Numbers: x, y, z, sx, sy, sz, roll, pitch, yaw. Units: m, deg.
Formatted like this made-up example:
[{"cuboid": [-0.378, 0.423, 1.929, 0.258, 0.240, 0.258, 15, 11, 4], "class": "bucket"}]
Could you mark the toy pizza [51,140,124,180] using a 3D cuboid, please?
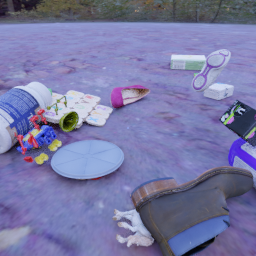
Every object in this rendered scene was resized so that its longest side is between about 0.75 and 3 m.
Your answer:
[{"cuboid": [-0.979, 0.796, 6.896, 1.765, 0.280, 1.765, -1, 24, 0], "class": "toy pizza"}]

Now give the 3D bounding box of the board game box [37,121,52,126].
[{"cuboid": [-3.591, -0.612, 9.812, 2.400, 0.338, 1.623, 3, 25, 6], "class": "board game box"}]

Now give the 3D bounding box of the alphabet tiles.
[{"cuboid": [-1.862, -0.720, 9.659, 2.504, 0.187, 2.561, 15, 27, 5], "class": "alphabet tiles"}]

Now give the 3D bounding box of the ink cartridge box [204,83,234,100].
[{"cuboid": [3.766, -1.539, 11.650, 1.027, 0.441, 0.752, -20, 31, -35], "class": "ink cartridge box"}]

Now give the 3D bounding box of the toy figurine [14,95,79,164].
[{"cuboid": [-2.413, 0.057, 7.542, 1.211, 1.067, 2.022, -7, 33, 39], "class": "toy figurine"}]

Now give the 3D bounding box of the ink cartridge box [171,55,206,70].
[{"cuboid": [3.596, -4.097, 16.913, 1.967, 0.648, 2.702, 4, 27, 8], "class": "ink cartridge box"}]

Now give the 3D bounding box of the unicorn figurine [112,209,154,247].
[{"cuboid": [0.170, 1.632, 5.030, 0.841, 0.452, 1.225, 5, 38, -14], "class": "unicorn figurine"}]

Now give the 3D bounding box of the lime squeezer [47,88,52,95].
[{"cuboid": [-3.025, -1.030, 9.405, 0.752, 0.402, 2.129, 0, 29, 24], "class": "lime squeezer"}]

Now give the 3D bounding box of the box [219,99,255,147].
[{"cuboid": [2.504, -0.114, 5.980, 0.516, 0.616, 0.830, 33, 11, -32], "class": "box"}]

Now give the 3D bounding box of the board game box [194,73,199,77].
[{"cuboid": [3.655, -2.568, 14.171, 0.560, 0.176, 1.173, 4, 28, 6], "class": "board game box"}]

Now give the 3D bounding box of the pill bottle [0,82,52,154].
[{"cuboid": [-3.162, -0.411, 7.930, 1.243, 1.243, 2.239, 10, 38, 20], "class": "pill bottle"}]

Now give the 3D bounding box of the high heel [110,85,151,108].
[{"cuboid": [0.105, -1.222, 10.646, 1.078, 0.757, 2.248, -3, 10, 19], "class": "high heel"}]

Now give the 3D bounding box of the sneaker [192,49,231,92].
[{"cuboid": [2.735, -1.875, 9.278, 0.611, 1.631, 0.812, 45, 12, 22], "class": "sneaker"}]

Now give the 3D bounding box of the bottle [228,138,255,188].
[{"cuboid": [3.234, 1.073, 5.566, 1.155, 0.903, 2.765, -6, 26, -18], "class": "bottle"}]

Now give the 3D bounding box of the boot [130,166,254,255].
[{"cuboid": [1.447, 1.510, 5.026, 2.652, 0.991, 1.286, -6, 47, -22], "class": "boot"}]
